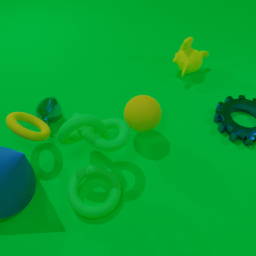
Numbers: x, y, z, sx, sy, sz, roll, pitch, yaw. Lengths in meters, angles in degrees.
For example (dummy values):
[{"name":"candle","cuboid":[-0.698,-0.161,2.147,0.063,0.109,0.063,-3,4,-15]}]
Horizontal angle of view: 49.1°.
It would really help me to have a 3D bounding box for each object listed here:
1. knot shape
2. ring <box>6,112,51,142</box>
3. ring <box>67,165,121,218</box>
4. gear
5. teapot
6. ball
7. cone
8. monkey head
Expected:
[{"name":"knot shape","cuboid":[-0.851,0.064,6.097,1.546,0.715,1.447,9,2,39]},{"name":"ring","cuboid":[-2.341,-0.036,6.637,1.065,0.213,1.065,29,16,-9]},{"name":"ring","cuboid":[-0.759,1.398,6.297,1.215,0.243,1.215,2,59,-4]},{"name":"gear","cuboid":[3.236,-0.250,7.782,1.610,0.298,1.610,0,51,0]},{"name":"teapot","cuboid":[-2.162,-0.442,7.724,0.730,0.575,1.173,-17,46,24]},{"name":"ball","cuboid":[0.369,-0.352,7.002,0.933,0.933,0.933,0,51,0]},{"name":"cone","cuboid":[-2.367,0.819,5.615,1.640,1.646,1.640,21,52,-30]},{"name":"monkey head","cuboid":[1.972,-2.257,8.809,0.853,1.018,1.415,42,62,15]}]
